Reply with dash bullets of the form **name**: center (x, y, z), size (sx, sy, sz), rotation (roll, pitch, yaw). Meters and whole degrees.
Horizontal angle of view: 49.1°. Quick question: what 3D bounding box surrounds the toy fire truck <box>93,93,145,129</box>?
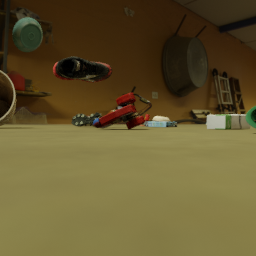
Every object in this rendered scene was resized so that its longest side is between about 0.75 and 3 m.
- **toy fire truck**: center (-0.307, -0.324, 8.522), size (1.444, 0.964, 1.719), rotation (-24, -1, 4)

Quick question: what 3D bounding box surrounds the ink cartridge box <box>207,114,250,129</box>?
- **ink cartridge box**: center (3.051, -0.182, 8.477), size (1.054, 0.445, 0.770), rotation (0, 1, -26)

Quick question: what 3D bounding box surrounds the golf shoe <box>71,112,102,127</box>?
- **golf shoe**: center (-2.196, -0.321, 15.375), size (1.968, 0.760, 0.867), rotation (-2, -25, 26)

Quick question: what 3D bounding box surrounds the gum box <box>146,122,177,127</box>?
- **gum box**: center (1.644, -0.179, 13.743), size (1.196, 0.267, 1.016), rotation (1, 1, 41)

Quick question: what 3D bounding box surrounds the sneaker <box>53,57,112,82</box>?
- **sneaker**: center (-1.844, -2.432, 11.679), size (2.491, 0.881, 1.217), rotation (1, -1, -13)

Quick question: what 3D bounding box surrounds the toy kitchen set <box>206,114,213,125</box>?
- **toy kitchen set**: center (4.974, -0.287, 15.787), size (1.123, 0.661, 0.899), rotation (20, 2, 3)

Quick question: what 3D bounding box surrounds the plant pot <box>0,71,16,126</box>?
- **plant pot**: center (-5.336, -0.909, 10.950), size (2.224, 2.224, 2.375), rotation (0, -12, -11)

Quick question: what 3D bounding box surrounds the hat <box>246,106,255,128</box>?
- **hat**: center (2.618, 0.044, 5.153), size (0.913, 0.804, 0.756), rotation (-29, 40, -14)

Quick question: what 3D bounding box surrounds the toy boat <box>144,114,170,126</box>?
- **toy boat**: center (1.694, -0.374, 16.918), size (1.546, 0.718, 1.299), rotation (8, 2, -20)

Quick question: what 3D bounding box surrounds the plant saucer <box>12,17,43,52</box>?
- **plant saucer**: center (-3.755, -3.518, 10.699), size (0.234, 1.302, 1.302), rotation (28, 16, 31)
